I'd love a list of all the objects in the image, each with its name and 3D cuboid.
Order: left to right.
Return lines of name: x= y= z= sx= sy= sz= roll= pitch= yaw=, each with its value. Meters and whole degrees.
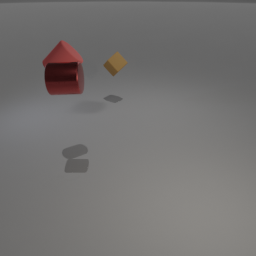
cylinder: x=-1.565 y=-1.608 z=6.743 sx=0.700 sy=0.700 sz=0.700 roll=-43 pitch=25 yaw=14
cylinder: x=-1.367 y=-1.076 z=6.105 sx=0.700 sy=0.700 sz=0.700 roll=-2 pitch=28 yaw=3
cube: x=-0.581 y=-2.922 z=12.822 sx=0.700 sy=0.700 sz=0.700 roll=-47 pitch=10 yaw=-20
